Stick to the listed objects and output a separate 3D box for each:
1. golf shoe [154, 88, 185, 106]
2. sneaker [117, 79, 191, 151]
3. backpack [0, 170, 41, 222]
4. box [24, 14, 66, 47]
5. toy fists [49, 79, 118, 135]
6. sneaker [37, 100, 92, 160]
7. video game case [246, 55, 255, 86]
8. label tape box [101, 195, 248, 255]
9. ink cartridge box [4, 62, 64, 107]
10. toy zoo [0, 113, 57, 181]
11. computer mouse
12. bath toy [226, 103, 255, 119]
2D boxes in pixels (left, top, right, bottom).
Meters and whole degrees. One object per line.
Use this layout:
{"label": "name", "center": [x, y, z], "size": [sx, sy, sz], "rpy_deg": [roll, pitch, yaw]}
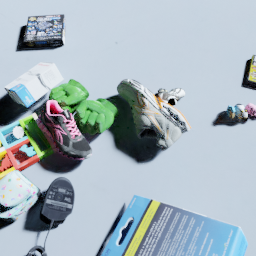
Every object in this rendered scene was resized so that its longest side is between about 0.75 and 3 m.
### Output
{"label": "golf shoe", "center": [1.513, -0.987, 9.477], "size": [1.365, 0.531, 0.645], "rpy_deg": [-10, 57, -36]}
{"label": "sneaker", "center": [0.485, -0.454, 9.027], "size": [2.976, 1.127, 1.369], "rpy_deg": [39, 86, 31]}
{"label": "backpack", "center": [-3.159, 1.885, 7.653], "size": [1.075, 0.937, 1.222], "rpy_deg": [37, 71, 14]}
{"label": "box", "center": [-3.400, -4.028, 11.575], "size": [1.574, 0.391, 1.562], "rpy_deg": [-4, 58, -2]}
{"label": "toy fists", "center": [-1.564, -0.694, 9.274], "size": [2.457, 0.845, 1.253], "rpy_deg": [34, 65, 17]}
{"label": "sneaker", "center": [-1.910, 0.008, 8.573], "size": [2.305, 1.099, 0.911], "rpy_deg": [41, 35, 19]}
{"label": "video game case", "center": [5.334, -1.999, 10.440], "size": [1.594, 0.203, 1.441], "rpy_deg": [18, 60, 10]}
{"label": "label tape box", "center": [0.986, 3.053, 6.713], "size": [2.997, 0.991, 2.147], "rpy_deg": [5, 52, 42]}
{"label": "ink cartridge box", "center": [-3.214, -1.527, 9.605], "size": [1.624, 0.680, 1.178], "rpy_deg": [-44, 37, -23]}
{"label": "toy zoo", "center": [-3.692, 0.678, 8.709], "size": [2.485, 0.254, 1.630], "rpy_deg": [-29, 63, -19]}
{"label": "computer mouse", "center": [-2.089, 2.698, 7.481], "size": [0.835, 0.485, 2.848], "rpy_deg": [21, 63, -16]}
{"label": "bath toy", "center": [4.101, -0.629, 9.411], "size": [1.440, 0.532, 0.626], "rpy_deg": [-7, 59, -5]}
